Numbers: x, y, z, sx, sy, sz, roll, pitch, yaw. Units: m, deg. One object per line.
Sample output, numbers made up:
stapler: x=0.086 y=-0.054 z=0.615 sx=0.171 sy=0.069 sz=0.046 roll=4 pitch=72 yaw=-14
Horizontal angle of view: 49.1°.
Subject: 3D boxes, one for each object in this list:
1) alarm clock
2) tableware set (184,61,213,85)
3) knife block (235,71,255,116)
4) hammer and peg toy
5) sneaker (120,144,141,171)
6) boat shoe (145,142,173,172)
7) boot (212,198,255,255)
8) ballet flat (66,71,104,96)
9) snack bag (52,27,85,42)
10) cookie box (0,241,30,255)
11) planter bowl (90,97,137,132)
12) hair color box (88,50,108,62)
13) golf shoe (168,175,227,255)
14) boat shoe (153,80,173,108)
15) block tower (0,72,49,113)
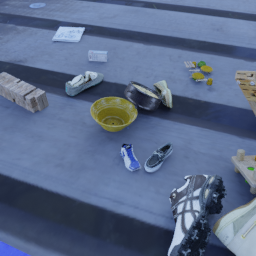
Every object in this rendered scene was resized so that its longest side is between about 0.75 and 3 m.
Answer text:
alarm clock: x=0.578 y=-1.200 z=10.446 sx=1.350 sy=0.666 sz=2.001 roll=30 pitch=22 yaw=3
tableware set: x=3.197 y=-2.430 z=12.276 sx=1.168 sy=0.266 sz=1.734 roll=-5 pitch=42 yaw=-10
knife block: x=5.315 y=-1.511 z=9.700 sx=2.435 sy=2.774 sz=0.887 roll=-43 pitch=23 yaw=-8
hammer and peg toy: x=3.906 y=1.296 z=7.516 sx=1.546 sy=0.741 sz=2.102 roll=-2 pitch=23 yaw=-3
sneaker: x=0.020 y=0.820 z=8.556 sx=0.393 sy=0.561 sz=0.972 roll=-20 pitch=47 yaw=-18
boat shoe: x=0.940 y=0.834 z=8.621 sx=0.455 sy=0.447 sz=1.261 roll=28 pitch=50 yaw=26
boot: x=3.509 y=2.531 z=6.506 sx=2.448 sy=0.882 sz=1.894 roll=-22 pitch=46 yaw=-14
ballet flat: x=-1.725 y=-1.964 z=11.476 sx=0.658 sy=0.622 sz=1.953 roll=32 pitch=51 yaw=29
snack bag: x=-3.192 y=-5.068 z=15.118 sx=1.475 sy=0.167 sz=1.565 roll=3 pitch=44 yaw=2
cookie box: x=-3.121 y=3.286 z=5.754 sx=2.098 sy=0.788 sz=1.795 roll=16 pitch=46 yaw=17
planter bowl: x=-0.504 y=-0.350 z=9.695 sx=1.601 sy=0.667 sz=1.601 roll=4 pitch=42 yaw=-4
hair color box: x=-1.387 y=-3.357 z=13.092 sx=0.884 sy=0.437 sz=0.268 roll=4 pitch=43 yaw=5
golf shoe: x=1.471 y=2.211 z=6.965 sx=1.237 sy=1.018 sz=2.619 roll=6 pitch=40 yaw=38
boat shoe: x=1.367 y=-1.299 z=10.835 sx=0.510 sy=0.591 sz=1.620 roll=-12 pitch=42 yaw=2
block tower: x=-4.252 y=-1.414 z=10.839 sx=2.500 sy=0.723 sz=0.675 roll=24 pitch=48 yaw=25
